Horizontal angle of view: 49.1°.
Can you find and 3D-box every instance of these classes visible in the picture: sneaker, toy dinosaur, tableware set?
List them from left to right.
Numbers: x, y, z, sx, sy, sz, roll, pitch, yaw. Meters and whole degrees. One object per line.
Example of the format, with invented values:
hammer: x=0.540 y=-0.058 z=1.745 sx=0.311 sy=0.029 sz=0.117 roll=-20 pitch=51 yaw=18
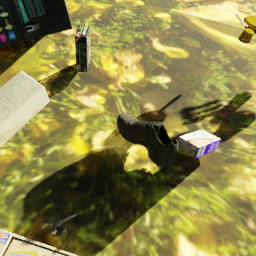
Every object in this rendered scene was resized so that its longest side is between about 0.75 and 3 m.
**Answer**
toy dinosaur: x=-1.381 y=1.938 z=5.583 sx=0.808 sy=0.192 sz=0.356 roll=-16 pitch=51 yaw=3
sneaker: x=0.489 y=0.104 z=6.640 sx=1.829 sy=0.830 sz=0.695 roll=37 pitch=45 yaw=24
tableware set: x=4.545 y=-2.792 z=8.572 sx=2.549 sy=0.391 sz=1.717 roll=2 pitch=51 yaw=-12

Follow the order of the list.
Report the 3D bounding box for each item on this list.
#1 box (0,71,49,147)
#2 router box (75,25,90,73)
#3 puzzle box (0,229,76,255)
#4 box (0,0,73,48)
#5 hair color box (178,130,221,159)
box: x=-3.025 y=-0.467 z=7.132 sx=0.904 sy=0.740 sz=1.904 roll=36 pitch=66 yaw=15
router box: x=-1.377 y=-2.430 z=8.583 sx=0.363 sy=1.168 sz=0.875 roll=4 pitch=40 yaw=-3
puzzle box: x=-1.942 y=2.714 z=5.074 sx=1.959 sy=0.249 sz=1.303 roll=13 pitch=51 yaw=11
box: x=-3.539 y=-3.823 z=9.113 sx=2.753 sy=1.711 sz=2.045 roll=-22 pitch=31 yaw=-16
hair color box: x=1.674 y=0.360 z=6.625 sx=1.015 sy=0.329 sz=0.555 roll=-15 pitch=36 yaw=-44
